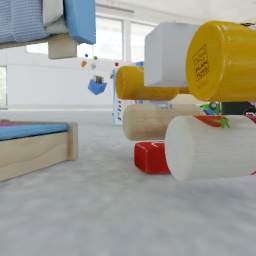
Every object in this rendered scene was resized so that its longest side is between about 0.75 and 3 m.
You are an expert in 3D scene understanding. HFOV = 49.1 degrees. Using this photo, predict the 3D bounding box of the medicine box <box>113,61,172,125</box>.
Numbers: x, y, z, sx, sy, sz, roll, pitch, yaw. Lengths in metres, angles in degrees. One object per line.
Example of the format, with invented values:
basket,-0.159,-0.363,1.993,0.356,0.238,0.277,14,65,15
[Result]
medicine box,0.379,-0.973,8.527,1.041,1.842,2.022,-2,5,-26

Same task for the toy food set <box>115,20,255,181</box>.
toy food set,0.686,-0.201,2.665,1.146,1.216,2.546,-1,2,-14

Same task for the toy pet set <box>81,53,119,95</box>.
toy pet set,-1.059,-1.813,9.859,1.278,1.193,0.679,11,45,-20

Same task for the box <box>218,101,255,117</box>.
box,3.181,-0.487,7.740,1.247,0.926,0.775,0,-2,13

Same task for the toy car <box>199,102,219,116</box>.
toy car,3.263,-0.524,8.907,2.473,0.586,2.628,-6,-10,-22

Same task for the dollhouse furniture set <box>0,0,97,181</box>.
dollhouse furniture set,-1.897,-0.993,2.715,2.657,2.814,1.837,2,4,21
